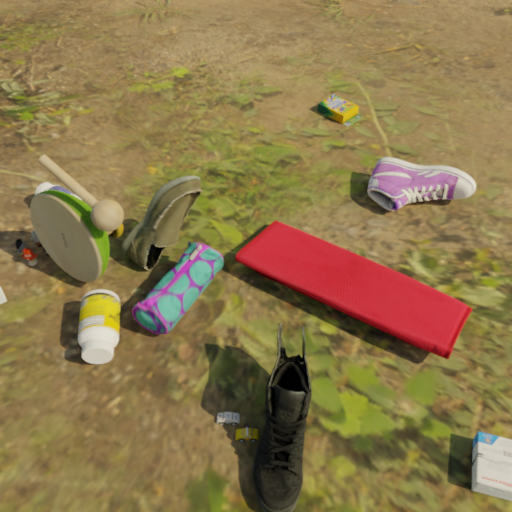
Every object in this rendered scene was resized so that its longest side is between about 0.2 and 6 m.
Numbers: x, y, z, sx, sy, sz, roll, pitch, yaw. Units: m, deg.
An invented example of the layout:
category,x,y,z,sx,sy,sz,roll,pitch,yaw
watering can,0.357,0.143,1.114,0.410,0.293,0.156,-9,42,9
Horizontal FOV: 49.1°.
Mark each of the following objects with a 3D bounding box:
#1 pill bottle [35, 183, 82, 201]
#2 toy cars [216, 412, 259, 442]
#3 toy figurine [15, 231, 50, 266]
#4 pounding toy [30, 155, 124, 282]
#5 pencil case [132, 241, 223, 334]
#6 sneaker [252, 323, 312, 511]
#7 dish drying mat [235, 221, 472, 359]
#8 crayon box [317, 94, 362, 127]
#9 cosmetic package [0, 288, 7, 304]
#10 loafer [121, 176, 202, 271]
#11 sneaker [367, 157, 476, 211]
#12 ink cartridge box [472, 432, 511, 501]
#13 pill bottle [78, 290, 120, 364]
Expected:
category,x,y,z,sx,sy,sz,roll,pitch,yaw
pill bottle,-4.335,-1.195,12.302,1.048,0.627,0.627,30,54,25
toy cars,-0.298,2.709,8.961,0.789,0.175,0.354,32,54,27
toy figurine,-4.550,-0.155,11.496,0.616,0.435,0.626,31,56,33
pounding toy,-3.181,-0.733,10.629,1.916,2.482,1.152,43,50,7
pencil case,-1.435,0.567,10.418,0.809,0.878,1.901,21,54,23
sneaker,0.417,2.412,8.440,0.768,1.334,2.557,6,47,7
dish drying mat,1.816,0.538,10.774,4.347,0.396,1.670,24,42,23
crayon box,2.271,-3.935,15.107,1.057,0.273,0.665,36,56,28
cosmetic package,-5.363,0.636,10.655,0.855,0.525,0.852,-26,52,-22
loafer,-1.711,-0.596,10.915,0.830,2.383,0.896,53,34,15
sneaker,3.606,-1.378,12.451,2.261,0.820,1.289,13,53,22
ink cartridge box,3.590,3.153,8.419,0.605,0.355,0.827,12,49,12
pill bottle,-2.788,1.263,9.961,0.690,0.690,1.228,-5,49,-5
